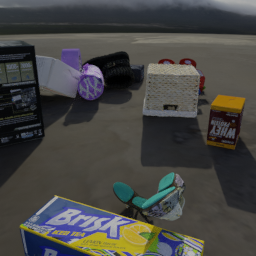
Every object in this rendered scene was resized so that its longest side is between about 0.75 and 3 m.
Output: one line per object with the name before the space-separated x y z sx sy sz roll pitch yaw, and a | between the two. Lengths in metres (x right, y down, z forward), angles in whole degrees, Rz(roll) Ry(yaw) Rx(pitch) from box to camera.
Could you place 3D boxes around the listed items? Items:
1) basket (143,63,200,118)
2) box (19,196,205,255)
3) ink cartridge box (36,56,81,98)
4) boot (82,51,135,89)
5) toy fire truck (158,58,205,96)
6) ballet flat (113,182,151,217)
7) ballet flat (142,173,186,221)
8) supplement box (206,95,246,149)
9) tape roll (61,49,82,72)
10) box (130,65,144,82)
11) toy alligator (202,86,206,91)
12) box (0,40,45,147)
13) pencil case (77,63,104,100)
basket | 1.419 -1.292 9.412 1.752 1.422 1.768 3 24 5
box | -0.234 1.556 3.459 2.163 0.696 0.758 9 24 23
ink cartridge box | -3.371 -2.002 10.563 2.559 1.079 1.868 14 -1 23
boot | -1.042 -2.398 12.637 2.666 1.003 1.993 -19 44 13
toy fire truck | 2.076 -1.810 11.275 2.163 1.213 1.817 -4 47 -8
ballet flat | 0.086 1.241 4.729 0.893 0.305 0.304 27 53 38
ballet flat | 0.544 0.928 3.605 0.460 0.460 1.278 8 9 18
supplement box | 2.509 -0.181 7.167 0.698 1.051 1.036 11 25 24
tape roll | -2.407 -2.578 12.149 0.704 1.656 1.656 -2 23 -4
box | 0.287 -2.708 13.793 0.900 0.635 1.217 4 23 12
toy alligator | 2.999 -1.782 12.084 0.279 0.305 1.028 -43 27 3
box | -3.745 -0.742 6.716 2.970 2.432 1.279 -15 27 -30
pencil case | -1.522 -1.900 11.291 1.033 1.052 2.460 -38 19 7
